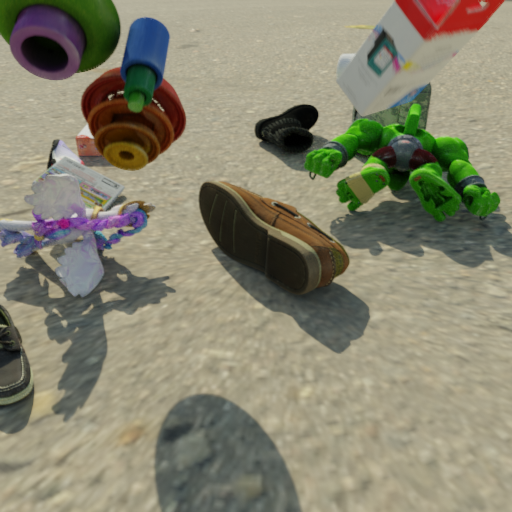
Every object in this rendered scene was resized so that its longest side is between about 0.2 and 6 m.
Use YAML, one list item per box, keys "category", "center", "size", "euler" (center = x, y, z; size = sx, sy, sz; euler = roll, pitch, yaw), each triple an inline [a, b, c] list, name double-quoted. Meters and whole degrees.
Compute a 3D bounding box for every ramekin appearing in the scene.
- category: "ramekin"
  center: [1.874, -3.816, 11.466]
  size: [0.314, 0.644, 0.644]
  euler: [13, 33, 20]

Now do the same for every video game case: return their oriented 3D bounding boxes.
- category: "video game case"
  center: [-3.377, -1.326, 10.757]
  size: [1.341, 0.148, 1.221]
  euler: [27, 35, -5]

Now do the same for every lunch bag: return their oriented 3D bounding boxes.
- category: "lunch bag"
  center: [3.005, -3.270, 12.869]
  size: [1.628, 1.941, 1.353]
  euler: [2, 31, 1]

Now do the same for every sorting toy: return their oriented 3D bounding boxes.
- category: "sorting toy"
  center: [-1.841, -2.008, 6.648]
  size: [1.724, 2.869, 1.178]
  euler: [-14, 56, 26]

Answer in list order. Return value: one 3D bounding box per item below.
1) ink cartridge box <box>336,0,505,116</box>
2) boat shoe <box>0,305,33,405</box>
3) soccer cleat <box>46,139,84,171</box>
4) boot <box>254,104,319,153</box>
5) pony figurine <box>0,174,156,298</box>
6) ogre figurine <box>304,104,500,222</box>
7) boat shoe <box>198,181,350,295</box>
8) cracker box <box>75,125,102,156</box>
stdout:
- category: "ink cartridge box"
  center: [1.730, -2.309, 5.972]
  size: [0.977, 1.681, 0.565]
  euler: [-24, 76, -34]
- category: "boat shoe"
  center: [-3.184, 1.097, 6.817]
  size: [0.626, 0.576, 1.752]
  euler: [-17, 34, -26]
- category: "soccer cleat"
  center: [-4.056, -1.948, 12.024]
  size: [0.741, 0.690, 2.024]
  euler: [10, 23, -26]
- category: "boot"
  center: [1.049, -3.118, 13.748]
  size: [1.910, 0.719, 1.428]
  euler: [-27, 32, -20]
- category: "pony figurine"
  center: [-2.892, -0.451, 8.704]
  size: [2.158, 1.797, 2.083]
  euler: [-3, 18, 25]
- category: "ogre figurine"
  center: [2.848, -1.796, 10.720]
  size: [3.377, 1.657, 2.025]
  euler: [1, 41, 24]
- category: "boat shoe"
  center: [0.200, -0.366, 8.997]
  size: [1.005, 1.064, 2.956]
  euler: [-17, 43, -36]
- category: "cracker box"
  center: [-3.641, -2.951, 13.746]
  size: [1.112, 0.479, 1.661]
  euler: [0, 31, 0]
